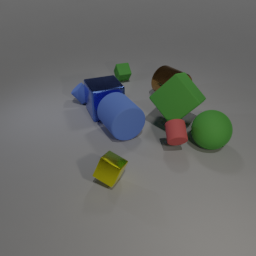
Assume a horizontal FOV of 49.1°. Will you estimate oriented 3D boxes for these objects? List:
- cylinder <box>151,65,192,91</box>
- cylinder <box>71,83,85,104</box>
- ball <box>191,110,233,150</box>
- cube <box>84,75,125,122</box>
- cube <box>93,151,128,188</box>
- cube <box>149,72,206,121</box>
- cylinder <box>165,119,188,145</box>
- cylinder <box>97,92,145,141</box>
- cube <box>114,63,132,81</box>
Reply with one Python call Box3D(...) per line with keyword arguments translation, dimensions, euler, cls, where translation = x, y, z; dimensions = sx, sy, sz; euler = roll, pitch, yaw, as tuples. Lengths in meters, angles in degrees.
Box3D(translation=(2.057, -2.085, 13.208), dimensions=(1.400, 1.400, 1.400), euler=(-21, 38, -29), cls="cylinder")
Box3D(translation=(-2.111, -1.588, 12.807), dimensions=(0.700, 0.700, 0.700), euler=(-37, 25, 20), cls="cylinder")
Box3D(translation=(2.940, 0.063, 9.865), dimensions=(1.400, 1.400, 1.400), euler=(0, 33, 0), cls="ball")
Box3D(translation=(-1.011, -1.287, 11.972), dimensions=(1.400, 1.400, 1.400), euler=(-12, 34, -17), cls="cube")
Box3D(translation=(-0.521, 1.219, 8.423), dimensions=(0.700, 0.700, 0.700), euler=(29, 20, 10), cls="cube")
Box3D(translation=(1.943, -1.152, 10.829), dimensions=(1.400, 1.400, 1.400), euler=(52, 27, 5), cls="cube")
Box3D(translation=(1.653, 0.149, 9.619), dimensions=(0.700, 0.700, 0.700), euler=(-3, 63, -4), cls="cylinder")
Box3D(translation=(-0.275, -0.458, 10.635), dimensions=(1.400, 1.400, 1.400), euler=(-16, 36, -23), cls="cylinder")
Box3D(translation=(-0.293, -2.983, 14.981), dimensions=(0.700, 0.700, 0.700), euler=(-11, 73, -18), cls="cube")
